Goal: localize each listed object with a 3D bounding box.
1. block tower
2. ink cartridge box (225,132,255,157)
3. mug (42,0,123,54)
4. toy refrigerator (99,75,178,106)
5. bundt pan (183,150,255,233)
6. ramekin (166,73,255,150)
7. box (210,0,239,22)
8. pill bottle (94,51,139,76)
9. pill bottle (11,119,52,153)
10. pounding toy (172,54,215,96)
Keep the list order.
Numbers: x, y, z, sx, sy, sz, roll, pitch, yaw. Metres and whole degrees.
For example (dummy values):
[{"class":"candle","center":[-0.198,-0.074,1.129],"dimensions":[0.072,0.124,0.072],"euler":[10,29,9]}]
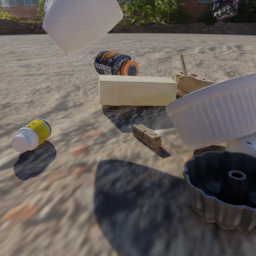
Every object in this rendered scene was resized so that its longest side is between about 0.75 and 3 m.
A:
[{"class":"block tower","center":[0.472,0.185,7.101],"dimensions":[0.286,0.268,0.991],"euler":[-12,26,-28]},{"class":"ink cartridge box","center":[2.872,0.619,5.556],"dimensions":[1.108,0.645,1.521],"euler":[-10,26,-22]},{"class":"mug","center":[-1.669,-3.559,8.667],"dimensions":[2.363,2.071,1.744],"euler":[48,1,23]},{"class":"toy refrigerator","center":[0.298,-1.280,9.815],"dimensions":[2.623,0.918,0.996],"euler":[1,22,-9]},{"class":"bundt pan","center":[1.738,1.031,4.553],"dimensions":[1.724,0.647,1.724],"euler":[0,22,0]},{"class":"ramekin","center":[2.015,-0.285,6.190],"dimensions":[2.132,1.119,2.132],"euler":[-18,-4,-1]},{"class":"box","center":[2.336,-3.043,6.712],"dimensions":[0.440,0.767,0.507],"euler":[27,-22,-36]},{"class":"pill bottle","center":[-0.498,-2.904,13.288],"dimensions":[1.276,1.276,2.402],"euler":[-15,28,-33]},{"class":"pill bottle","center":[-2.301,0.187,6.695],"dimensions":[0.568,0.568,1.014],"euler":[5,22,13]},{"class":"pounding toy","center":[2.437,-1.884,10.384],"dimensions":[1.453,1.458,2.541],"euler":[11,18,-1]}]
